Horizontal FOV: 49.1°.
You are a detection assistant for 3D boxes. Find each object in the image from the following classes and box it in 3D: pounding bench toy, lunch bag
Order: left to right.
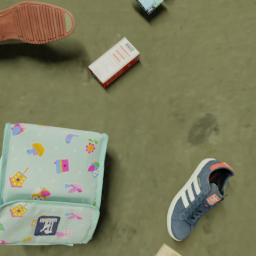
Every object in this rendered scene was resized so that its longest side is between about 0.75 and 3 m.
[{"bbox_3d":[-1.887,1.394,6.680,2.406,1.723,2.825,9,85,-25],"label":"lunch bag"},{"bbox_3d":[0.886,4.559,6.175,1.785,2.241,2.873,35,83,5],"label":"pounding bench toy"}]

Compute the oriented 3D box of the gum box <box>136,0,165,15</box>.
[{"bbox_3d":[0.589,-3.880,8.108,0.747,0.196,0.879,-42,96,-1],"label":"gum box"}]

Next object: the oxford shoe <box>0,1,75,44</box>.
[{"bbox_3d":[-2.773,-2.824,7.683,2.934,1.083,1.039,2,106,9],"label":"oxford shoe"}]

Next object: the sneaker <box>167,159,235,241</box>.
[{"bbox_3d":[1.852,1.803,6.996,0.872,0.983,2.326,37,76,-22],"label":"sneaker"}]

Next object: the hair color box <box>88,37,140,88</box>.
[{"bbox_3d":[-0.385,-1.878,8.061,1.369,0.419,0.695,-40,81,-5],"label":"hair color box"}]
